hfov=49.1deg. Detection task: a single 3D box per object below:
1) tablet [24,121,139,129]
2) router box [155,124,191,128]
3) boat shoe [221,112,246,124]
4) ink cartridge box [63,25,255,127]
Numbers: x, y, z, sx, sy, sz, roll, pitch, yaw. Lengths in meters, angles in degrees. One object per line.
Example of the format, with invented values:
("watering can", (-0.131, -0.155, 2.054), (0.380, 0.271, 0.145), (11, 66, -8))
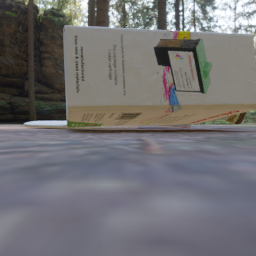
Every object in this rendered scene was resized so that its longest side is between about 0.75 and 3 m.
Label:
("tablet", (-1.274, -0.088, 7.010), (1.847, 0.194, 2.839), (0, 1, -37))
("router box", (0.369, -0.375, 7.572), (2.089, 0.510, 1.875), (6, 0, -12))
("boat shoe", (2.125, -0.732, 6.745), (0.767, 0.722, 2.014), (10, 20, -4))
("ink cartridge box", (0.359, -0.688, 4.617), (2.734, 1.148, 1.980), (-2, -5, -12))
